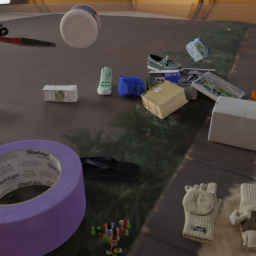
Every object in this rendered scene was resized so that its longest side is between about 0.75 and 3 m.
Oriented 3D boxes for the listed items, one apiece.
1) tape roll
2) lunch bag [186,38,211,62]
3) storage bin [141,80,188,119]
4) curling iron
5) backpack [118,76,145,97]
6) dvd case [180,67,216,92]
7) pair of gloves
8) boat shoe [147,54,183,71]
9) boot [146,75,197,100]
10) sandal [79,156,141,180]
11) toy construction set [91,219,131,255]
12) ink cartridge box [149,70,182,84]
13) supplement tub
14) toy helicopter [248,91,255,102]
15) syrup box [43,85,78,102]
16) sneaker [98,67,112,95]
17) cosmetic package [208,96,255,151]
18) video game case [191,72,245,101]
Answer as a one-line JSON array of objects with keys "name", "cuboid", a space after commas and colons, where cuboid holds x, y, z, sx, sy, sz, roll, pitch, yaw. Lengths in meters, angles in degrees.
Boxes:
[{"name": "tape roll", "cuboid": [-2.505, 1.555, 6.690, 2.900, 1.232, 2.900, -1, 31, 0]}, {"name": "lunch bag", "cuboid": [2.592, -2.919, 10.430, 0.408, 0.795, 0.989, -42, 8, -3]}, {"name": "storage bin", "cuboid": [1.469, -1.229, 11.582, 1.367, 0.641, 1.357, -34, 40, -13]}, {"name": "curling iron", "cuboid": [-3.354, -2.828, 8.783, 2.333, 0.578, 0.298, 17, 13, 12]}, {"name": "backpack", "cuboid": [0.222, -1.828, 12.766, 1.120, 0.910, 0.940, -3, 28, -22]}, {"name": "dvd case", "cuboid": [3.426, -2.567, 14.616, 2.210, 0.237, 2.972, 6, 32, 13]}, {"name": "pair of gloves", "cuboid": [2.409, 2.046, 6.710, 2.168, 0.380, 1.844, 3, 34, 10]}, {"name": "boat shoe", "cuboid": [2.004, -3.626, 15.663, 0.926, 0.786, 2.544, -26, 32, -29]}, {"name": "boot", "cuboid": [1.953, -1.908, 12.998, 2.133, 0.774, 1.939, -8, 45, 0]}, {"name": "sandal", "cuboid": [-0.643, 1.079, 8.262, 2.050, 0.439, 0.780, 3, 31, 5]}, {"name": "toy construction set", "cuboid": [-0.270, 2.403, 6.107, 0.808, 0.621, 0.674, -5, -4, -42]}, {"name": "ink cartridge box", "cuboid": [1.788, -2.410, 13.583, 1.529, 0.719, 0.338, 5, 33, 33]}, {"name": "supplement tub", "cuboid": [-1.343, -3.007, 8.186, 1.034, 1.034, 1.473, 0, 32, 0]}, {"name": "toy helicopter", "cuboid": [5.357, -0.470, 10.498, 1.543, 0.920, 2.333, -27, 44, -37]}, {"name": "syrup box", "cuboid": [-3.021, -1.555, 12.584, 1.455, 0.573, 0.592, 0, 31, 0]}, {"name": "sneaker", "cuboid": [-1.123, -2.313, 13.402, 0.656, 1.051, 1.782, 0, 32, -2]}, {"name": "cosmetic package", "cuboid": [4.336, -0.087, 9.477, 2.916, 1.315, 1.558, 12, 32, 24]}, {"name": "video game case", "cuboid": [4.110, -1.755, 12.692, 2.015, 0.222, 1.837, 37, 43, 18]}]
